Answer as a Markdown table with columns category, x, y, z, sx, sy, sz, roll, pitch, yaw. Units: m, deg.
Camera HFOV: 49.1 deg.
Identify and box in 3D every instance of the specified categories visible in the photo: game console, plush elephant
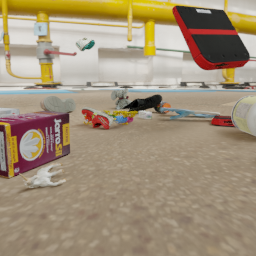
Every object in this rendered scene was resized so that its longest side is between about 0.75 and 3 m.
| category | x | y | z | sx | sy | sz | roll | pitch | yaw |
| --- | --- | --- | --- | --- | --- | --- | --- | --- | --- |
| game console | 2.907 | -3.108 | 9.597 | 2.708 | 2.395 | 0.420 | -12 | -19 | -35 |
| plush elephant | -0.301 | -1.821 | 17.180 | 1.341 | 1.261 | 1.629 | 6 | 12 | 31 |
| game console | 4.579 | -0.282 | 11.573 | 2.083 | 0.323 | 1.842 | 4 | 7 | 21 |

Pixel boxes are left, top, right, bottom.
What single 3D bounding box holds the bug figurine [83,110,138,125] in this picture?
| category | x | y | z | sx | sy | sz | roll | pitch | yaw |
| --- | --- | --- | --- | --- | --- | --- | --- | --- | --- |
| bug figurine | -0.649 | -0.416 | 11.406 | 2.226 | 0.573 | 1.727 | 4 | 7 | 36 |

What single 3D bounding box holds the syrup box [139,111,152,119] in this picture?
| category | x | y | z | sx | sy | sz | roll | pitch | yaw |
| --- | --- | --- | --- | --- | --- | --- | --- | --- | --- |
| syrup box | 0.803 | -0.614 | 13.136 | 0.318 | 0.329 | 0.808 | -4 | 11 | -22 |

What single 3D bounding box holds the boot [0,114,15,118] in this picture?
| category | x | y | z | sx | sy | sz | roll | pitch | yaw |
| --- | --- | --- | --- | --- | --- | --- | --- | --- | --- |
| boot | -3.877 | -0.200 | 10.442 | 1.695 | 0.623 | 0.810 | 6 | 2 | -13 |

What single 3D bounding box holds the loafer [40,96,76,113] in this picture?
| category | x | y | z | sx | sy | sz | roll | pitch | yaw |
| --- | --- | --- | --- | --- | --- | --- | --- | --- | --- |
| loafer | -3.766 | -1.107 | 14.682 | 0.865 | 0.989 | 2.752 | -13 | -1 | 21 |

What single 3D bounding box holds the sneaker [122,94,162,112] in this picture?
| category | x | y | z | sx | sy | sz | roll | pitch | yaw |
| --- | --- | --- | --- | --- | --- | --- | --- | --- | --- |
| sneaker | 0.763 | -1.261 | 14.712 | 2.043 | 0.614 | 1.066 | -24 | -14 | 17 |

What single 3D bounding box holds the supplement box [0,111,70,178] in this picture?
| category | x | y | z | sx | sy | sz | roll | pitch | yaw |
| --- | --- | --- | --- | --- | --- | --- | --- | --- | --- |
| supplement box | -2.191 | 0.258 | 6.222 | 0.829 | 1.068 | 1.935 | 6 | 12 | 25 |

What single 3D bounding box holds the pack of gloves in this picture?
| category | x | y | z | sx | sy | sz | roll | pitch | yaw |
| --- | --- | --- | --- | --- | --- | --- | --- | --- | --- |
| pack of gloves | 2.848 | -0.574 | 13.160 | 2.662 | 0.525 | 2.236 | 7 | 2 | 14 |

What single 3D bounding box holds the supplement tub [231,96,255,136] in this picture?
| category | x | y | z | sx | sy | sz | roll | pitch | yaw |
| --- | --- | --- | --- | --- | --- | --- | --- | --- | --- |
| supplement tub | 4.278 | -0.362 | 9.020 | 1.294 | 1.294 | 1.785 | -1 | 10 | -4 |

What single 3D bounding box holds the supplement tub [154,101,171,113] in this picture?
| category | x | y | z | sx | sy | sz | roll | pitch | yaw |
| --- | --- | --- | --- | --- | --- | --- | --- | --- | --- |
| supplement tub | 1.863 | -1.140 | 15.186 | 0.637 | 0.637 | 1.040 | -4 | 12 | -22 |

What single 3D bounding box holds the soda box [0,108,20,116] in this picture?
| category | x | y | z | sx | sy | sz | roll | pitch | yaw |
| --- | --- | --- | --- | --- | --- | --- | --- | --- | --- |
| soda box | -5.385 | -0.439 | 11.136 | 2.179 | 0.691 | 0.744 | 4 | 11 | 23 |

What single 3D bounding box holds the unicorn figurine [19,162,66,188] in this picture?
| category | x | y | z | sx | sy | sz | roll | pitch | yaw |
| --- | --- | --- | --- | --- | --- | --- | --- | --- | --- |
| unicorn figurine | -1.486 | 0.874 | 5.038 | 0.688 | 0.370 | 1.001 | -13 | -1 | -14 |

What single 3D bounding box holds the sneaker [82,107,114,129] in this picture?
| category | x | y | z | sx | sy | sz | roll | pitch | yaw |
| --- | --- | --- | --- | --- | --- | --- | --- | --- | --- |
| sneaker | -1.263 | -0.359 | 10.673 | 1.600 | 0.679 | 0.616 | 20 | -2 | 37 |

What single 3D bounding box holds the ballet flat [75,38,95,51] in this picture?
| category | x | y | z | sx | sy | sz | roll | pitch | yaw |
| --- | --- | --- | --- | --- | --- | --- | --- | --- | --- |
| ballet flat | -1.945 | -3.856 | 12.715 | 0.577 | 0.577 | 1.661 | 2 | 22 | 10 |
